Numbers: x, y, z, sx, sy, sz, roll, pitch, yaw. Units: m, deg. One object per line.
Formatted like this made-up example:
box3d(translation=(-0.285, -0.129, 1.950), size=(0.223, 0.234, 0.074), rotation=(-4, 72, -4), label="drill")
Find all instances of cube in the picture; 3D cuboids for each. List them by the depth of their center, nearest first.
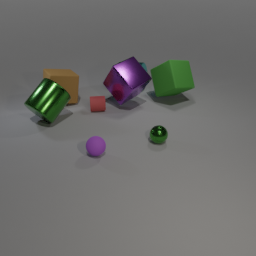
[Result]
box3d(translation=(-0.049, -2.194, 13.036), size=(1.400, 1.400, 1.400), rotation=(-34, 82, -36), label="cube")
box3d(translation=(2.165, -2.411, 13.683), size=(1.400, 1.400, 1.400), rotation=(-9, -5, -38), label="cube")
box3d(translation=(-3.303, -2.054, 13.697), size=(1.400, 1.400, 1.400), rotation=(-5, 25, -28), label="cube")

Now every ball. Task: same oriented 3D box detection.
box3d(translation=(-1.122, 0.627, 9.788), size=(0.700, 0.700, 0.700), rotation=(0, 29, 0), label="ball")
box3d(translation=(1.162, 0.247, 10.592), size=(0.700, 0.700, 0.700), rotation=(0, 29, 0), label="ball")

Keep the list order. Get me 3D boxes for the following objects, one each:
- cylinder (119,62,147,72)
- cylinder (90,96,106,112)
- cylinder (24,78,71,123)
box3d(translation=(0.179, -2.857, 15.180), size=(1.400, 1.400, 1.400), rotation=(7, 29, 22), label="cylinder")
box3d(translation=(-1.414, -1.136, 13.055), size=(0.700, 0.700, 0.700), rotation=(-4, 29, -7), label="cylinder")
box3d(translation=(-3.376, -1.143, 11.822), size=(1.400, 1.400, 1.400), rotation=(23, 72, 35), label="cylinder")
